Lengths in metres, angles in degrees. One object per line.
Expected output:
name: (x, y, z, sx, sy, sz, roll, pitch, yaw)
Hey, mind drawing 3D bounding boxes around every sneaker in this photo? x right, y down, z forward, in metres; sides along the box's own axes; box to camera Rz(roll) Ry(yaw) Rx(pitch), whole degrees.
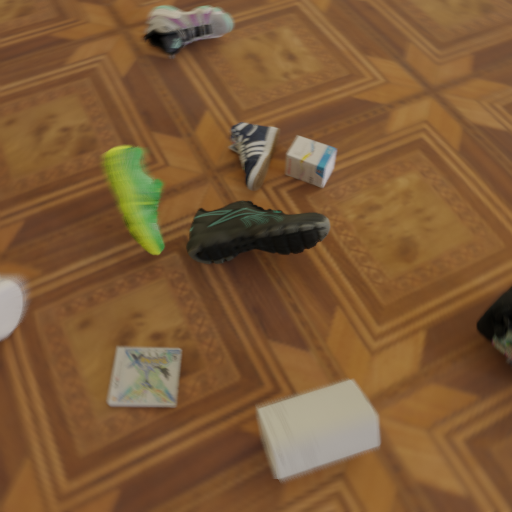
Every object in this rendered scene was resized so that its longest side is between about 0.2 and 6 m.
sneaker: (-0.004, -0.621, 10.739, 2.784, 1.050, 1.103, -6, 59, 10)
sneaker: (-2.143, -1.061, 10.712, 0.913, 0.809, 2.185, -23, 103, -23)
sneaker: (-1.835, -5.632, 14.414, 2.241, 0.871, 1.567, 6, 58, 15)
sneaker: (-0.211, -2.212, 12.218, 1.038, 0.671, 1.914, 16, 52, 4)

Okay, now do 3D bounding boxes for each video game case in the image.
video game case: (-1.929, 2.102, 9.761, 1.149, 0.126, 1.048, 1, 57, 1)

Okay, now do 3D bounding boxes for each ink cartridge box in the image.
ink cartridge box: (1.166, -2.036, 12.125, 0.898, 0.659, 0.656, 22, 60, 13)

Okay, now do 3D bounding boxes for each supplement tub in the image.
supplement tub: (-5.123, 0.829, 10.000, 1.505, 1.087, 1.087, 11, 58, 8)

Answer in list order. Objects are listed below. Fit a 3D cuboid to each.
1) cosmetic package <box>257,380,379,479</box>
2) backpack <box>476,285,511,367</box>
cosmetic package: (0.968, 2.702, 8.841, 1.706, 0.692, 0.963, -13, 28, -9)
backpack: (5.199, 1.381, 9.416, 1.986, 1.506, 2.379, -42, 67, -11)
